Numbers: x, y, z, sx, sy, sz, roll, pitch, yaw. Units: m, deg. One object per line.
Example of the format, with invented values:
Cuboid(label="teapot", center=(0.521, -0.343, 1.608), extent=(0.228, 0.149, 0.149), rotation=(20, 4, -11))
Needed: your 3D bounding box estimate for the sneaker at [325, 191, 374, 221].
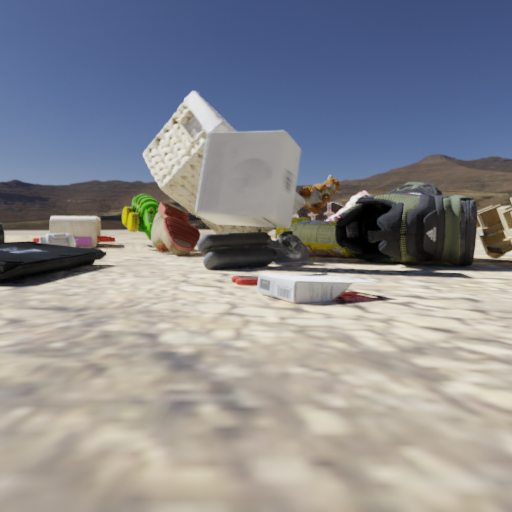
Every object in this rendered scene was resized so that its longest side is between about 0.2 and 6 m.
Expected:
Cuboid(label="sneaker", center=(1.870, -0.743, 12.189), extent=(2.522, 1.319, 0.949), rotation=(-1, 6, -4))

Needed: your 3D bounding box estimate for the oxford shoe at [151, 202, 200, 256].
Cuboid(label="oxford shoe", center=(-1.641, -0.355, 11.031), extent=(0.763, 0.810, 2.165), rotation=(24, 14, -21))

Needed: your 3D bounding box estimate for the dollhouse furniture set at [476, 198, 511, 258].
Cuboid(label="dollhouse furniture set", center=(4.862, -0.327, 8.583), extent=(2.360, 1.568, 2.068), rotation=(-22, 1, 6))

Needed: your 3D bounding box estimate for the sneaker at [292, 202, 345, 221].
Cuboid(label="sneaker", center=(2.077, -0.541, 13.397), extent=(2.910, 1.173, 1.214), rotation=(6, -15, -1))

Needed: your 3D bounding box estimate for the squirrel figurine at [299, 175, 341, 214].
Cuboid(label="squirrel figurine", center=(1.337, -1.314, 11.688), extent=(0.826, 0.626, 0.885), rotation=(-38, 4, -12))

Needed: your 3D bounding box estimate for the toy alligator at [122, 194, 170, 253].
Cuboid(label="toy alligator", center=(-2.391, -0.870, 12.690), extent=(0.872, 0.798, 2.941), rotation=(3, 16, -27))

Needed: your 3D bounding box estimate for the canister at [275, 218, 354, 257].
Cuboid(label="canister", center=(1.210, -0.342, 10.212), extent=(1.412, 0.611, 1.049), rotation=(6, 12, 34))

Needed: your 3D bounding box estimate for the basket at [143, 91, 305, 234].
Cuboid(label="basket", center=(-0.672, -1.570, 11.175), extent=(2.738, 1.689, 1.856), rotation=(37, 13, -40))

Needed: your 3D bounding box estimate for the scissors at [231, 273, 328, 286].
Cuboid(label="scissors", center=(0.330, 0.244, 5.850), extent=(1.265, 0.088, 0.463), rotation=(0, 1, -26))

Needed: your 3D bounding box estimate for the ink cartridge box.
Cuboid(label="ink cartridge box", center=(0.502, 0.267, 4.623), extent=(0.794, 0.227, 0.645), rotation=(7, 0, -26))

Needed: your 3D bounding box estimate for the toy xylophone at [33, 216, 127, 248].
Cuboid(label="toy xylophone", center=(-4.496, -0.657, 14.994), extent=(2.281, 0.783, 3.116), rotation=(0, 3, -5))

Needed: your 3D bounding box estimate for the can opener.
Cuboid(label="can opener", center=(-0.038, -0.006, 7.935), extent=(1.913, 0.510, 0.639), rotation=(-4, -28, -40))

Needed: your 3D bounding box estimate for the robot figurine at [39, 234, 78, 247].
Cuboid(label="robot figurine", center=(-3.884, -0.238, 11.023), extent=(0.724, 0.409, 0.614), rotation=(-2, -30, -28))

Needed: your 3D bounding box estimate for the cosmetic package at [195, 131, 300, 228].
Cuboid(label="cosmetic package", center=(-0.106, -1.067, 7.905), extent=(1.208, 1.204, 0.742), rotation=(5, -8, 22))

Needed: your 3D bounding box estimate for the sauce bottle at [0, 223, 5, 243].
Cuboid(label="sauce bottle", center=(-5.267, -0.286, 8.808), extent=(2.389, 0.773, 0.773), rotation=(-4, 5, -36))

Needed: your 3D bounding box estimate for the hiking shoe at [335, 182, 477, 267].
Cuboid(label="hiking shoe", center=(2.115, -0.595, 9.049), extent=(1.783, 1.342, 3.543), rotation=(3, 4, -3))

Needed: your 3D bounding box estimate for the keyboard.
Cuboid(label="keyboard", center=(-3.092, 0.054, 6.860), extent=(1.712, 0.366, 2.851), rotation=(7, 3, 3))
